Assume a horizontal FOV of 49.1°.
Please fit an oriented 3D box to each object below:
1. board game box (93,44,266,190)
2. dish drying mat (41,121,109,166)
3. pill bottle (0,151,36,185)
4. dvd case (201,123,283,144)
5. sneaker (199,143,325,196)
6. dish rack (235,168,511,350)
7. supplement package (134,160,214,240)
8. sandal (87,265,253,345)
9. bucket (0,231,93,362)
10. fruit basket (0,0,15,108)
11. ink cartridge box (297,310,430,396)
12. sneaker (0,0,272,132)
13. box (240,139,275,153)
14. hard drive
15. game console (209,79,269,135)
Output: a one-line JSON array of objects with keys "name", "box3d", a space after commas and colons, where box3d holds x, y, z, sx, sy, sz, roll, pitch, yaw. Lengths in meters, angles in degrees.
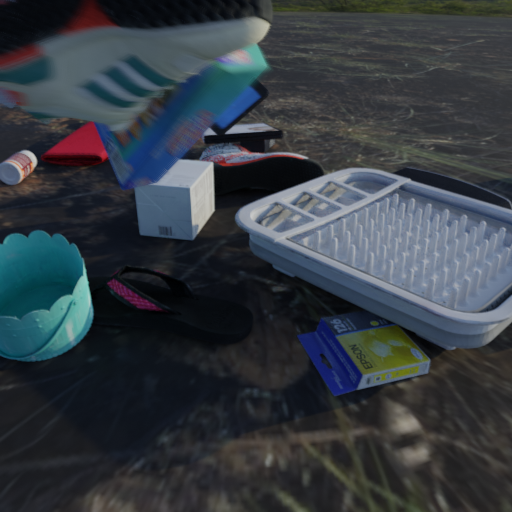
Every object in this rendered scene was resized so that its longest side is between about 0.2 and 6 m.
[{"name": "board game box", "box3d": [-1.416, -2.634, 7.469, 0.710, 2.401, 3.157, -20, -6, -37]}, {"name": "dish drying mat", "box3d": [-3.848, -3.010, 14.017, 1.466, 0.347, 3.816, 2, 30, 6]}, {"name": "pill bottle", "box3d": [-4.982, -1.865, 11.727, 0.502, 0.502, 0.880, 2, 29, 4]}, {"name": "dvd case", "box3d": [-0.401, -2.704, 12.286, 1.616, 0.199, 2.266, -6, 17, -7]}, {"name": "sneaker", "box3d": [0.053, -1.833, 11.303, 2.530, 0.845, 1.356, -3, 31, -1]}, {"name": "dish rack", "box3d": [2.077, -0.100, 8.068, 4.036, 0.879, 3.464, 25, 35, 38]}, {"name": "supplement package", "box3d": [-1.359, -1.002, 9.662, 0.969, 0.962, 1.277, 6, 29, 11]}, {"name": "sandal", "box3d": [-1.314, 0.511, 7.276, 2.666, 0.601, 1.001, 9, 30, 15]}, {"name": "bucket", "box3d": [-2.660, 0.498, 6.673, 1.441, 0.938, 1.441, -1, 44, 1]}, {"name": "fruit basket", "box3d": [-3.472, -2.946, 6.671, 1.822, 1.688, 0.854, 26, 29, -15]}, {"name": "ink cartridge box", "box3d": [1.227, 1.078, 6.614, 1.165, 0.274, 1.152, -7, 30, -16]}, {"name": "sneaker", "box3d": [-1.330, -2.159, 6.127, 3.164, 1.479, 1.114, -7, 61, 8]}, {"name": "box", "box3d": [0.032, -2.815, 13.555, 0.668, 0.412, 0.662, 12, 31, 21]}, {"name": "hard drive", "box3d": [3.202, -0.984, 10.099, 1.625, 0.510, 2.409, -22, 35, -34]}, {"name": "game console", "box3d": [-0.535, -2.802, 9.148, 1.220, 1.042, 0.722, -44, 54, -13]}]
